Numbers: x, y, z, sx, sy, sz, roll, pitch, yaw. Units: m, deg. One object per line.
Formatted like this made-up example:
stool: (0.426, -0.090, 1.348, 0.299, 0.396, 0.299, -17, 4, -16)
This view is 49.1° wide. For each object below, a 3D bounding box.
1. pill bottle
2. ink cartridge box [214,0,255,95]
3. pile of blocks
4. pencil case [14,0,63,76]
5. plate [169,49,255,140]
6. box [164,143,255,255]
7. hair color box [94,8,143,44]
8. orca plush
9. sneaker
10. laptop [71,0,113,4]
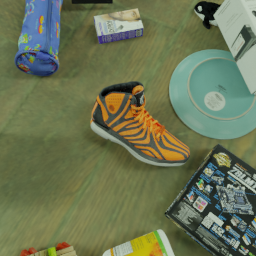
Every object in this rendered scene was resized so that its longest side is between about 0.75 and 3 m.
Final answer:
pill bottle: (0.067, 2.956, 5.906, 1.826, 1.014, 1.014, -20, 73, -6)
ink cartridge box: (3.755, -2.370, 7.392, 1.869, 1.088, 2.585, -14, 75, -18)
pile of blocks: (-1.996, 2.859, 6.092, 1.775, 0.728, 0.551, -17, 73, -5)
pencil case: (-2.382, -2.919, 7.735, 1.124, 1.251, 2.880, 10, 70, -30)
plate: (2.493, -1.030, 7.576, 2.717, 0.347, 2.717, 0, 72, -1)
box: (2.358, 1.853, 6.523, 2.188, 0.544, 2.172, 37, 75, 11)
hair color box: (-0.275, -2.972, 8.175, 1.319, 0.427, 0.721, -12, 72, -6)
orca plush: (2.704, -3.268, 8.172, 0.887, 0.599, 1.685, -35, 75, -11)
sneaker: (0.363, -0.151, 6.563, 2.635, 1.476, 1.022, 23, 35, 7)
laptop: (-1.055, -4.354, 8.001, 1.226, 1.309, 0.759, -2, 57, -6)
